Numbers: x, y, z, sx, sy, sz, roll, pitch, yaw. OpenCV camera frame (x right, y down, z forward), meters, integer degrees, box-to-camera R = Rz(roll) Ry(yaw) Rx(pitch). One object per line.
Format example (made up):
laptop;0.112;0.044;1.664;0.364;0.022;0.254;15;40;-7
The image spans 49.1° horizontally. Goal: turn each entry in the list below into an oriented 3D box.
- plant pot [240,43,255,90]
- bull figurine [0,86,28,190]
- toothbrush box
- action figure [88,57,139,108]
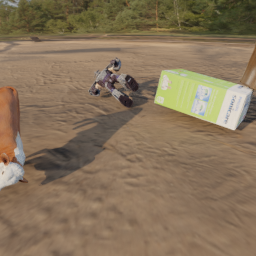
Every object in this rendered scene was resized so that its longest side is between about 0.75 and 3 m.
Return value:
plant pot;4.189;-1.804;8.199;1.551;1.536;1.551;20;20;-8
bull figurine;-2.667;0.251;5.570;1.427;0.766;2.351;-15;60;10
toothbrush box;2.370;-0.997;8.650;2.507;1.079;1.825;20;21;24
action figure;-0.646;-1.792;10.639;0.944;1.770;2.721;26;7;-41
